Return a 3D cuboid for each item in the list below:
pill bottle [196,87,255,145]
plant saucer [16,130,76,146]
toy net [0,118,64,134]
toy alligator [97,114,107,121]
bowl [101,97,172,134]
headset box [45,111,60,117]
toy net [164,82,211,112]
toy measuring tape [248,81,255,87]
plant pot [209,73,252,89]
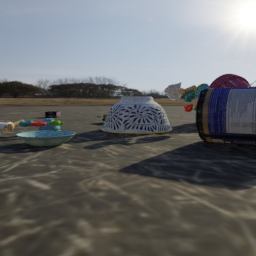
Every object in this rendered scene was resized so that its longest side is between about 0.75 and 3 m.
[{"bbox_3d":[2.938,-0.282,6.563,2.421,1.354,1.354,3,6,29],"label":"pill bottle"},{"bbox_3d":[-1.953,0.252,6.753,1.370,0.264,1.370,0,6,0],"label":"plant saucer"},{"bbox_3d":[-3.194,0.022,8.429,2.377,0.459,1.247,-4,10,-24],"label":"toy net"},{"bbox_3d":[-0.824,-0.435,13.112,0.589,0.427,1.778,-6,2,-44],"label":"toy alligator"},{"bbox_3d":[0.304,-0.513,9.882,2.513,1.179,2.513,-1,6,0],"label":"bowl"},{"bbox_3d":[-4.668,-0.860,17.478,0.715,0.371,0.960,0,7,4],"label":"headset box"},{"bbox_3d":[2.056,-1.185,10.151,2.182,1.144,0.421,7,41,-31],"label":"toy net"},{"bbox_3d":[4.839,-1.005,11.815,1.012,1.012,2.751,-7,-31,-50],"label":"toy measuring tape"},{"bbox_3d":[5.291,-1.307,13.583,2.351,2.351,2.104,-1,21,-14],"label":"plant pot"}]
